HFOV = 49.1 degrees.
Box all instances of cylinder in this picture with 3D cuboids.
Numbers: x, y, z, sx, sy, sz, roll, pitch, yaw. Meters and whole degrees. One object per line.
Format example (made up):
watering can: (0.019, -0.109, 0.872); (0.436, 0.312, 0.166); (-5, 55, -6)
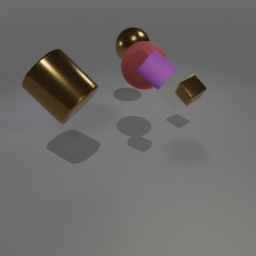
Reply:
cylinder: (0.701, -1.427, 6.892); (0.700, 0.700, 0.700); (40, 38, -2)
cylinder: (-1.727, -1.060, 7.269); (1.400, 1.400, 1.400); (44, 38, -5)

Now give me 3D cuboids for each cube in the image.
cube: (2.199, -1.325, 9.880); (0.700, 0.700, 0.700); (-32, 75, -16)

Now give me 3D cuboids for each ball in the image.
ball: (0.484, -1.846, 8.321); (1.400, 1.400, 1.400); (0, 32, 0)
ball: (0.195, -3.253, 11.089); (1.400, 1.400, 1.400); (0, 32, 0)
